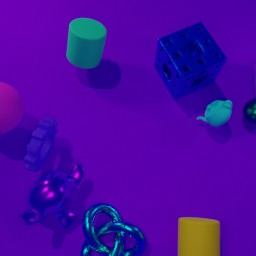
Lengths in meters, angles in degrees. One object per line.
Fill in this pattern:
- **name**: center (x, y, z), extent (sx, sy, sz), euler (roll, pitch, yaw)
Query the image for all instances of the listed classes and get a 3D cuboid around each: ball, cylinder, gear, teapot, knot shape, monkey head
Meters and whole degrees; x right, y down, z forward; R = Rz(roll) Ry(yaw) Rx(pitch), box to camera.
- **ball**: center (3.699, -0.477, 8.046), extent (0.759, 0.759, 0.759), euler (0, 70, 0)
- **cylinder**: center (-1.227, -2.472, 8.210), extent (1.046, 1.046, 1.046), euler (9, 50, -11)
- **cylinder**: center (1.654, 2.634, 6.542), extent (0.948, 0.948, 0.948), euler (3, 78, 1)
- **ball**: center (-3.492, -0.536, 7.422), extent (1.383, 1.383, 1.383), euler (0, 70, 0)
- **gear**: center (-2.272, 0.435, 7.383), extent (0.265, 1.434, 1.434), euler (20, 71, 0)
- **teapot**: center (2.435, -0.426, 7.804), extent (0.591, 1.207, 0.750), euler (32, 55, -12)
- **knot shape**: center (-0.550, 2.849, 6.878), extent (1.718, 0.794, 1.608), euler (36, 78, 10)
- **monkey head**: center (-1.777, 1.840, 7.000), extent (1.413, 1.184, 1.965), euler (46, 52, 1)

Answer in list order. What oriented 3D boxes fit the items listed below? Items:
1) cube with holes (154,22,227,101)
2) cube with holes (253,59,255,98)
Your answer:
- **cube with holes**: center (1.760, -1.933, 8.300), extent (1.392, 1.392, 1.392), euler (-24, 72, -8)
- **cube with holes**: center (4.484, -1.545, 7.955), extent (1.251, 1.251, 1.251), euler (1, 81, -2)
